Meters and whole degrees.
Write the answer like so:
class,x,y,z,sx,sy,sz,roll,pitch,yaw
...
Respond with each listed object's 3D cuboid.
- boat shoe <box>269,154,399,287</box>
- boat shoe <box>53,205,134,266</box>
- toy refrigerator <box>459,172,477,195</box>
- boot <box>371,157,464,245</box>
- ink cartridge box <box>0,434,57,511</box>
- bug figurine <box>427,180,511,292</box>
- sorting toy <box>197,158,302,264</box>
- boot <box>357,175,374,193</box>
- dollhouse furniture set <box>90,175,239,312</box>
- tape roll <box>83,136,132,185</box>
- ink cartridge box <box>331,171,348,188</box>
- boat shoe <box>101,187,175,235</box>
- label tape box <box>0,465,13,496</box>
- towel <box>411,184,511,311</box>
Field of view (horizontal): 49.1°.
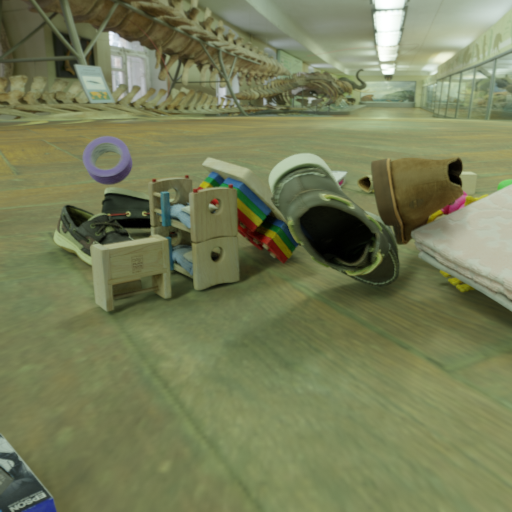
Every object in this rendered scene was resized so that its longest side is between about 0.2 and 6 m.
class,x,y,z,sx,sy,sz,roll,pitch,yaw
boat shoe,1.153,-0.201,7.268,0.995,2.785,0.833,-33,46,20
boat shoe,-2.626,-0.337,9.325,2.283,0.750,0.816,18,24,38
toy refrigerator,5.046,-1.945,14.932,1.453,0.552,0.508,-1,17,-1
boot,2.414,-0.788,7.978,1.095,1.068,2.902,-10,-7,19
ink cartridge box,-1.816,1.689,3.809,0.632,0.249,1.270,-15,24,-42
bug figurine,4.294,-0.454,8.936,3.626,0.933,2.812,-8,33,-22
sorting toy,-0.050,-0.659,9.193,1.891,0.662,1.903,42,-5,-27
boot,3.552,-1.934,14.895,1.167,0.546,1.501,-10,19,-29
dollhouse furniture set,-1.487,-0.294,8.032,2.048,1.435,1.443,-12,19,-34
tape roll,-2.713,-1.743,10.251,0.824,0.824,0.350,0,-19,-1
ink cartridge box,1.981,-2.123,15.865,0.901,0.353,1.903,6,20,19
boat shoe,-1.760,-0.733,10.828,2.437,0.764,0.892,8,-15,-6
label tape box,-2.253,1.638,3.345,0.912,0.400,1.265,7,46,37
towel,4.326,-0.082,6.932,3.345,0.565,3.503,-23,33,-18
